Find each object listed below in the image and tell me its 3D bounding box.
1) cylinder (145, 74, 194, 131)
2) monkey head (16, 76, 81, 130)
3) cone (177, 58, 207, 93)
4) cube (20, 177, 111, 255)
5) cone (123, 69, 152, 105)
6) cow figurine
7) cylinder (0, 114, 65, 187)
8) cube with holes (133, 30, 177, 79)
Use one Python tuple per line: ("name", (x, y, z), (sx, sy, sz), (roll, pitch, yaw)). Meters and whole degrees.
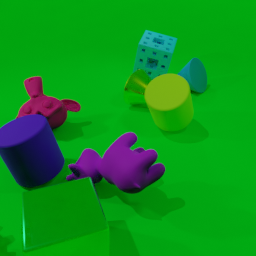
("cylinder", (1.168, -0.684, 7.787), (1.190, 1.190, 1.190), (-8, 59, 14))
("monkey head", (-2.405, -0.627, 7.861), (1.993, 1.433, 1.201), (-16, -10, -3))
("cone", (2.134, -1.873, 10.766), (1.318, 1.313, 1.313), (-8, 19, 43))
("cube", (-0.979, 1.675, 4.430), (1.153, 1.153, 1.153), (-10, 33, -16))
("cone", (0.741, -1.079, 8.995), (1.275, 1.270, 1.270), (29, 41, 29))
("cow figurine", (-0.316, 0.845, 5.530), (1.653, 0.922, 1.679), (-37, 35, -10))
("cylinder", (-2.142, 0.486, 6.160), (1.171, 1.171, 1.171), (-11, 33, 7))
("cube with holes", (1.071, -2.857, 11.124), (1.302, 1.302, 1.302), (17, 44, 4))
